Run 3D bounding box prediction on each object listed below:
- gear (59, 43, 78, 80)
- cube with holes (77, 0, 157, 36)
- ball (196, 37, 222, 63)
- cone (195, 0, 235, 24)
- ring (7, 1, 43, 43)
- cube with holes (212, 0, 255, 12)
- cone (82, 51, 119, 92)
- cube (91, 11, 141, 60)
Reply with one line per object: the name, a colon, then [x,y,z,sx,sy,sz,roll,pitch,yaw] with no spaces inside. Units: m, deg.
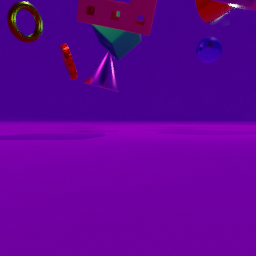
gear: [-2.276,-2.517,10.714,0.252,1.361,1.361,-21,6,-13]
cube with holes: [-0.099,-2.341,4.728,1.182,1.182,1.182,11,24,-2]
ball: [2.819,-2.709,9.744,0.886,0.886,0.886,0,1,0]
cone: [2.987,-3.805,7.627,1.682,1.675,1.675,13,10,43]
ring: [-3.132,-3.226,8.580,0.240,1.199,1.199,10,7,35]
cube with holes: [2.945,-3.377,6.316,1.295,1.295,1.295,-5,31,-33]
cone: [-0.915,-2.363,11.177,1.532,1.538,1.532,14,6,-1]
cube: [-0.380,-3.326,9.760,1.140,1.140,1.140,-42,-19,-3]
